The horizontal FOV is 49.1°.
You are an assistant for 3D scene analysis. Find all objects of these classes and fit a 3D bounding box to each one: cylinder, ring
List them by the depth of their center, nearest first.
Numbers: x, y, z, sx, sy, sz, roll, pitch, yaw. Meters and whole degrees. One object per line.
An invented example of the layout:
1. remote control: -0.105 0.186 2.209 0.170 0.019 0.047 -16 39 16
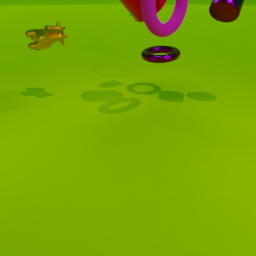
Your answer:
1. ring: 1.043 -3.467 7.661 0.377 1.885 1.885 24 35 38
2. cylinder: 0.364 -4.086 8.456 1.226 1.226 1.226 -27 42 28
3. cylinder: 3.067 -3.897 8.567 0.927 0.927 0.927 22 -12 5
4. ring: 1.271 -2.892 10.943 1.546 0.309 1.546 -3 31 2

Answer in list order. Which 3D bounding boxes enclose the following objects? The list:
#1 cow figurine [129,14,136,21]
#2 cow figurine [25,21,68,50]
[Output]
1. cow figurine: 0.522 -4.639 9.891 0.844 1.513 1.537 50 13 19
2. cow figurine: -2.829 -3.209 9.944 1.473 0.822 1.497 -11 10 -2
